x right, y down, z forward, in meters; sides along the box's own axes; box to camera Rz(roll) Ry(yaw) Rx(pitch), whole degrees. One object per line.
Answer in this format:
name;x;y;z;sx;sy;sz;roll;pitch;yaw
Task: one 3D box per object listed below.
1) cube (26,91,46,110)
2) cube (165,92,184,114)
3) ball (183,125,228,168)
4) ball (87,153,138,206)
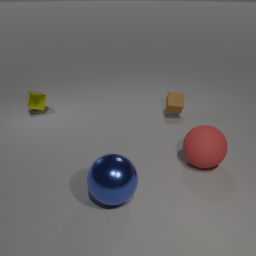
cube;-4.220;-1.264;12.862;0.700;0.700;0.700;6;12;-29
cube;2.065;-1.107;12.378;0.700;0.700;0.700;7;68;2
ball;2.487;0.599;9.071;1.400;1.400;1.400;0;28;0
ball;-0.420;1.397;7.667;1.400;1.400;1.400;0;28;0
